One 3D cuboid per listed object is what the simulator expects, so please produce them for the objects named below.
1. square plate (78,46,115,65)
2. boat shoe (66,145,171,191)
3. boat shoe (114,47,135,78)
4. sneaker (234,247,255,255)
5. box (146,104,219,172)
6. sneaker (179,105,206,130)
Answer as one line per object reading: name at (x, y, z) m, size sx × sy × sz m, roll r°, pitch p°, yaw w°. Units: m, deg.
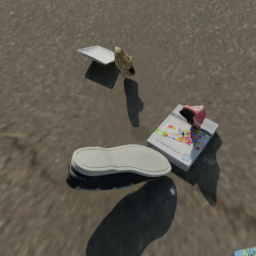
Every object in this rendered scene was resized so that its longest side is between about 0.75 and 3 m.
square plate at (-0.886, -2.376, 9.180) m, size 1.125 × 0.162 × 1.136 m, roll 29°, pitch 34°, yaw 18°
boat shoe at (-0.140, 0.924, 6.079) m, size 2.458 × 0.742 × 0.908 m, roll 1°, pitch 40°, yaw -37°
boat shoe at (-0.075, -1.930, 8.222) m, size 0.455 × 1.370 × 0.507 m, roll 1°, pitch 76°, yaw 13°
sneaker at (2.283, 2.396, 5.185) m, size 0.485 × 0.923 × 0.350 m, roll 14°, pitch 37°, yaw -2°
box at (1.426, 0.202, 7.307) m, size 1.241 × 0.328 × 1.592 m, roll 32°, pitch 60°, yaw 22°
sneaker at (1.611, -0.380, 6.773) m, size 0.444 × 1.204 × 0.522 m, roll 39°, pitch 93°, yaw 28°
